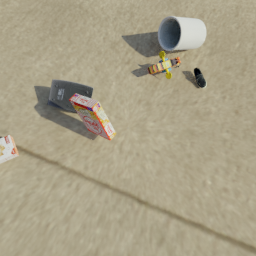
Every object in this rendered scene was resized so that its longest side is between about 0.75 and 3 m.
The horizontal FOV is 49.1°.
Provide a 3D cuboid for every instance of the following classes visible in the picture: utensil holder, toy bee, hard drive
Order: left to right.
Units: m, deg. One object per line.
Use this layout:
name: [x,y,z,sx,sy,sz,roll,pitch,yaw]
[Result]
hard drive: [-1.701,-0.949,8.398,1.273,0.269,0.858,12,92,3]
toy bee: [1.309,-2.114,9.027,1.327,0.721,0.869,-45,105,-20]
utensil holder: [1.848,-3.198,9.490,1.288,1.094,1.094,-14,54,-34]

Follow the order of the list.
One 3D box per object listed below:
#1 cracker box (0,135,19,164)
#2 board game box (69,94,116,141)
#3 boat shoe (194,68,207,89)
cracker box: [-3.427,0.629,7.433,0.867,0.250,0.580,-24,72,-9]
board game box: [-0.913,-0.288,7.392,0.932,1.230,0.285,21,60,40]
boat shoe: [2.327,-1.632,9.110,0.297,0.248,0.797,-24,64,23]
